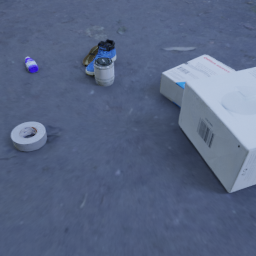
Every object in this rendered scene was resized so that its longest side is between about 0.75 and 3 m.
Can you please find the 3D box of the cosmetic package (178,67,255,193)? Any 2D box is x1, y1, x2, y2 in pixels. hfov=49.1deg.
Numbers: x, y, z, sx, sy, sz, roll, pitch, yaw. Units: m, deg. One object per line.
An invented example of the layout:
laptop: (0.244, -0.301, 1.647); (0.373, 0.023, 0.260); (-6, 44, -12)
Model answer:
cosmetic package: (3.513, -0.142, 8.112); (2.949, 1.813, 2.940); (-14, 45, -14)

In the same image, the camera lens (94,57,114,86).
camera lens: (-0.928, -2.206, 10.907); (0.768, 0.960, 0.768); (0, 44, 0)

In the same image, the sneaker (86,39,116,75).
sneaker: (-1.146, -3.041, 11.709); (0.732, 1.061, 1.906); (25, 49, 24)

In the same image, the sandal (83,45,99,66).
sandal: (-1.452, -3.198, 12.413); (0.598, 0.402, 1.490); (20, 61, 27)

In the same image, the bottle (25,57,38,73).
bottle: (-4.132, -2.713, 11.909); (0.404, 0.316, 0.968); (-21, 47, -20)

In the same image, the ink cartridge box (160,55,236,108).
ink cartridge box: (2.573, -1.674, 10.338); (2.254, 0.968, 1.651); (-25, 50, -26)

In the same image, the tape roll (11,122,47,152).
tape roll: (-3.078, 0.256, 8.745); (1.034, 0.342, 1.034); (1, 42, -1)
